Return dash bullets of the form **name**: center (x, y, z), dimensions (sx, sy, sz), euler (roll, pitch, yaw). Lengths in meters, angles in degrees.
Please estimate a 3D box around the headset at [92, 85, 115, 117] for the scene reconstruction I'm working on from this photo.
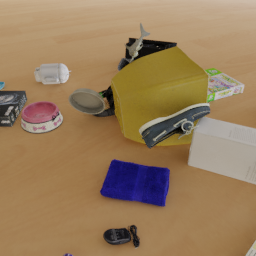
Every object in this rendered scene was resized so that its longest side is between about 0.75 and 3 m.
- **headset**: center (-0.419, -1.281, 11.036), dimensions (2.459, 1.155, 1.518), euler (-17, 38, -5)

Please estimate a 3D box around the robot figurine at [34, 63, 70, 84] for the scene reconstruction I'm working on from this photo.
- **robot figurine**: center (-3.459, -2.517, 12.974), dimensions (1.619, 0.914, 1.373), euler (-4, 43, -4)

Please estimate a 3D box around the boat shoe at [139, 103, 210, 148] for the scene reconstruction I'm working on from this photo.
- **boat shoe**: center (1.434, -0.079, 7.971), dimensions (2.232, 0.836, 0.690), euler (-20, 69, -16)

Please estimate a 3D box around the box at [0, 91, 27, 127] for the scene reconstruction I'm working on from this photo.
- **box**: center (-5.066, -0.794, 10.962), dimensions (1.637, 0.445, 2.044), euler (0, 35, 0)

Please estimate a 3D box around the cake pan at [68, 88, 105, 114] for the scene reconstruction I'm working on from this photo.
- **cake pan**: center (-1.465, -0.972, 10.115), dimensions (1.342, 1.342, 0.246), euler (5, 59, 8)

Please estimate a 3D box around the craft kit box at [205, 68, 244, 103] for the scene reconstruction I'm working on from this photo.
- **craft kit box**: center (3.718, -1.983, 12.641), dimensions (2.042, 0.502, 2.068), euler (-14, 38, -23)

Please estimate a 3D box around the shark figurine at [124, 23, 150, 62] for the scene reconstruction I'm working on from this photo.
- **shark figurine**: center (0.174, -2.775, 9.349), dimensions (0.565, 1.354, 0.809), euler (35, 62, 0)

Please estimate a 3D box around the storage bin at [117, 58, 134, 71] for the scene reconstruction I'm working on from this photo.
- **storage bin**: center (0.191, -2.820, 13.517), dimensions (1.150, 0.837, 0.773), euler (39, 33, 13)

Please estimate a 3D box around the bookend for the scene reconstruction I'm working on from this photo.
- **bookend**: center (0.889, -3.677, 13.811), dimensions (2.632, 1.212, 2.615), euler (11, 22, 15)

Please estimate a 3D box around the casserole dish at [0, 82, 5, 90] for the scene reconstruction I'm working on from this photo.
- **casserole dish**: center (-6.094, -1.917, 12.761), dimensions (0.981, 0.190, 0.594), euler (3, 35, 3)

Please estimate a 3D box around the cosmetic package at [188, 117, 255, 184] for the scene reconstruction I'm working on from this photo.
- **cosmetic package**: center (3.213, 0.696, 8.113), dimensions (2.671, 1.358, 0.989), euler (17, 38, 20)

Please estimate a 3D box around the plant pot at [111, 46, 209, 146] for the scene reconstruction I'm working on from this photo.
- **plant pot**: center (0.881, -0.927, 9.491), dimensions (2.647, 2.571, 2.588), euler (-13, 36, -8)

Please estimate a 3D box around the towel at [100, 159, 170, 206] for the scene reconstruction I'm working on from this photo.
- **towel**: center (0.238, 1.453, 7.805), dimensions (1.807, 0.448, 1.334), euler (6, 35, 8)

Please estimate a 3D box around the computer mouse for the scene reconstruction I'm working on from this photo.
- **computer mouse**: center (-0.171, 2.551, 6.506), dimensions (0.839, 0.221, 0.581), euler (4, 34, -14)

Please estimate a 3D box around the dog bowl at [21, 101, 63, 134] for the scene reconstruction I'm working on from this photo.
- **dog bowl**: center (-3.218, -0.457, 10.390), dimensions (1.533, 0.565, 1.533), euler (0, 36, 0)

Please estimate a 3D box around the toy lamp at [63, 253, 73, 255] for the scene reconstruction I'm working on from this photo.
- **toy lamp**: center (-1.355, 3.144, 5.512), dimensions (0.385, 0.385, 1.324), euler (3, 36, 5)

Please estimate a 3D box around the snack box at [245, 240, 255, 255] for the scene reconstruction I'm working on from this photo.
- **snack box**: center (3.297, 2.769, 5.927), dimensions (1.228, 0.392, 2.113), euler (30, 48, 35)
